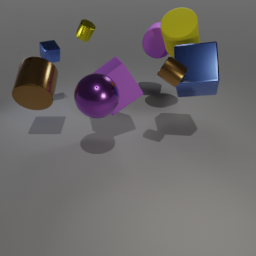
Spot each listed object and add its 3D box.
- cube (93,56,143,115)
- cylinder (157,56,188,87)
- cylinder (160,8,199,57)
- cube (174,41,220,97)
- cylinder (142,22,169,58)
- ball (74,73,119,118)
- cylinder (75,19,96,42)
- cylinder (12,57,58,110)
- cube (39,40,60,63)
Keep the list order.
[{"bbox_3d":[-0.507,-1.597,10.458,1.400,1.400,1.400,-35,27,4],"label":"cube"},{"bbox_3d":[1.356,-1.719,8.534,0.700,0.700,0.700,35,35,-1],"label":"cylinder"},{"bbox_3d":[2.091,-3.749,11.147,1.400,1.400,1.400,-6,68,15],"label":"cylinder"},{"bbox_3d":[2.372,-1.980,9.752,1.400,1.400,1.400,-2,-13,14],"label":"cube"},{"bbox_3d":[1.456,-4.143,13.190,1.400,1.400,1.400,5,30,9],"label":"cylinder"},{"bbox_3d":[-0.968,-0.996,8.724,1.400,1.400,1.400,0,30,0],"label":"ball"},{"bbox_3d":[-1.909,-4.368,12.573,0.700,0.700,0.700,20,44,-21],"label":"cylinder"},{"bbox_3d":[-3.329,-1.595,10.145,1.400,1.400,1.400,0,56,0],"label":"cylinder"},{"bbox_3d":[-3.474,-3.384,12.459,0.700,0.700,0.700,-19,57,-28],"label":"cube"}]
